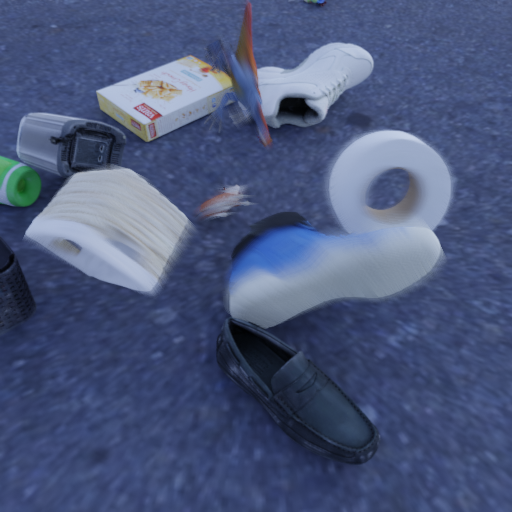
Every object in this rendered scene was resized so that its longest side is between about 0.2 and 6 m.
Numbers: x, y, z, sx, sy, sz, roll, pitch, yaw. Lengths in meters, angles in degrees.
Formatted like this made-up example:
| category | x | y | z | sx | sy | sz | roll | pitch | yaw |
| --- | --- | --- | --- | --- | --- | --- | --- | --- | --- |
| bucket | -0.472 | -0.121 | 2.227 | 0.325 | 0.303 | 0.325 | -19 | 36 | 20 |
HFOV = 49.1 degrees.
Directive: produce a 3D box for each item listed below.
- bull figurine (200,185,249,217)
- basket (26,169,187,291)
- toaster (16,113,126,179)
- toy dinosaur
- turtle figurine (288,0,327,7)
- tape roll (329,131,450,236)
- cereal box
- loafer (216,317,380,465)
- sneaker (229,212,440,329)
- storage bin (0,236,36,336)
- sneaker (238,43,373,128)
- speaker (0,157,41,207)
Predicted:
| category | x | y | z | sx | sy | sz | roll | pitch | yaw |
| --- | --- | --- | --- | --- | --- | --- | --- | --- | --- |
| bull figurine | -0.504 | -0.906 | 9.405 | 0.580 | 0.311 | 0.956 | 6 | 32 | 43 |
| basket | -1.993 | -0.390 | 7.492 | 1.866 | 1.265 | 1.151 | 6 | 62 | 50 |
| toaster | -3.253 | -1.890 | 9.721 | 1.195 | 1.051 | 1.850 | 16 | 12 | 24 |
| toy dinosaur | -0.079 | -2.887 | 9.829 | 2.066 | 1.875 | 1.085 | -47 | 44 | 10 |
| turtle figurine | 1.677 | -7.809 | 16.342 | 1.097 | 0.789 | 1.063 | 22 | 44 | 17 |
| tape roll | 1.996 | -0.982 | 8.479 | 1.732 | 1.732 | 0.606 | -2 | 25 | -2 |
| cereal box | -1.852 | -3.450 | 12.028 | 2.537 | 0.501 | 1.825 | -33 | 53 | -30 |
| loafer | 0.418 | 1.552 | 6.647 | 2.355 | 0.827 | 0.800 | 32 | 53 | 29 |
| sneaker | 0.937 | -0.116 | 7.711 | 2.830 | 1.086 | 1.574 | -21 | 43 | 14 |
| storage bin | -4.370 | 0.566 | 7.520 | 2.239 | 1.050 | 1.514 | -32 | 52 | -28 |
| sneaker | 1.251 | -3.351 | 11.642 | 3.065 | 1.194 | 1.523 | -25 | 55 | -11 |
| speaker | -4.668 | -1.404 | 9.750 | 1.780 | 0.787 | 0.787 | 18 | 47 | 18 |
